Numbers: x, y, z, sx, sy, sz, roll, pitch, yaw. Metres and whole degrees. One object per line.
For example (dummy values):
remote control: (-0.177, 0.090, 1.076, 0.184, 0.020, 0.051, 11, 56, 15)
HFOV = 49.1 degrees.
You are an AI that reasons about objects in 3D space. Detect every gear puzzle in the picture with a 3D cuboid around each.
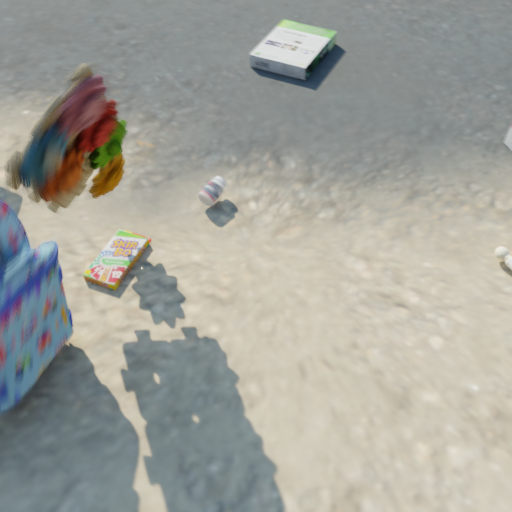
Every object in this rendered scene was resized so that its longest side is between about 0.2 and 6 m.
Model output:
gear puzzle: (-2.422, -1.327, 8.125, 0.446, 3.407, 1.764, 34, 84, 1)

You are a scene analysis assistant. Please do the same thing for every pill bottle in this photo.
pill bottle: (-0.817, -1.232, 10.555, 0.327, 0.327, 0.546, 24, 59, 20)

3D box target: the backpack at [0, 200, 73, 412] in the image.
backpack: (-3.751, 0.333, 7.276, 1.819, 2.704, 2.469, 4, 24, 11)

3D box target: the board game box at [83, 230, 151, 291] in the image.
board game box: (-2.372, 0.013, 9.679, 0.610, 0.191, 1.276, 17, 48, 14)

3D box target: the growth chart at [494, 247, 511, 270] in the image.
growth chart: (5.909, -0.079, 9.675, 3.599, 0.319, 2.605, -25, 52, -21)

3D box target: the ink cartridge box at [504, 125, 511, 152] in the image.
ink cartridge box: (5.958, -2.478, 11.410, 1.233, 0.896, 0.892, -12, 49, -11)

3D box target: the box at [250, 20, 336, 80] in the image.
box: (0.971, -5.292, 14.312, 1.528, 0.385, 2.118, 21, 52, 18)
